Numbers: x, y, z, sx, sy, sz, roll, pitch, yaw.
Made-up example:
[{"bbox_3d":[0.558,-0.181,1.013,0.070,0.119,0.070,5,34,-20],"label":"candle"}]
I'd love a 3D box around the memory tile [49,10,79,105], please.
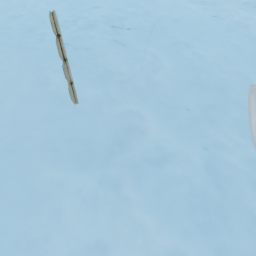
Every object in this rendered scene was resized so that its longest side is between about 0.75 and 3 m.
[{"bbox_3d":[-1.422,-1.539,6.251,0.163,1.947,1.493,-14,20,-8],"label":"memory tile"}]

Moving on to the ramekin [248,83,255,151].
[{"bbox_3d":[2.475,-0.178,4.804,0.591,1.269,1.269,-5,38,16],"label":"ramekin"}]
